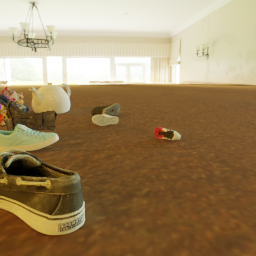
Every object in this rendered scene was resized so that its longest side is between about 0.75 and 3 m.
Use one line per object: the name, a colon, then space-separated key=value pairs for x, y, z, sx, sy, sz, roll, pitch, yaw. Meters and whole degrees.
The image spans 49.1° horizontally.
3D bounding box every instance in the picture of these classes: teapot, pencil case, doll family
teapot: x=-3.890 y=-1.581 z=14.261 sx=2.026 sy=1.499 sz=2.052 roll=-3 pitch=13 yaw=-15
pencil case: x=-6.016 y=-1.073 z=13.377 sx=1.032 sy=1.032 sz=2.335 roll=1 pitch=14 yaw=5
doll family: x=-4.312 y=-0.715 z=9.802 sx=0.677 sy=1.502 sz=0.932 roll=19 pitch=-21 yaw=47

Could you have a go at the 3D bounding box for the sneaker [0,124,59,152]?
sneaker: x=-2.655 y=0.211 z=7.292 sx=1.606 sy=0.658 sz=0.593 roll=-9 pitch=20 yaw=-7

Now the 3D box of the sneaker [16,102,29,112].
sneaker: x=-5.231 y=-0.876 z=13.657 sx=0.493 sy=0.548 sz=1.333 roll=-30 pitch=-8 yaw=6

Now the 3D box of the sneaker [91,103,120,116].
sneaker: x=-1.018 y=-0.876 z=13.182 sx=0.828 sy=0.583 sz=1.558 roll=9 pitch=15 yaw=27

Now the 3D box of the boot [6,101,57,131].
boot: x=-2.835 y=-0.326 z=8.335 sx=1.404 sy=0.558 sz=1.613 roll=-9 pitch=42 yaw=-16

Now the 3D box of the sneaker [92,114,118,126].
sneaker: x=-1.035 y=-0.322 z=11.024 sx=1.170 sy=0.431 sz=0.676 roll=3 pitch=5 yaw=-40

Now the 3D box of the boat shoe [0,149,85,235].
boat shoe: x=-1.678 y=0.765 z=4.386 sx=2.653 sy=0.844 sz=0.938 roll=8 pitch=14 yaw=34

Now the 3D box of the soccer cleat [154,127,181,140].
soccer cleat: x=1.199 y=0.215 z=8.635 sx=0.437 sy=0.354 sz=1.013 roll=19 pitch=-2 yaw=-31
